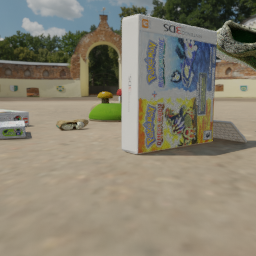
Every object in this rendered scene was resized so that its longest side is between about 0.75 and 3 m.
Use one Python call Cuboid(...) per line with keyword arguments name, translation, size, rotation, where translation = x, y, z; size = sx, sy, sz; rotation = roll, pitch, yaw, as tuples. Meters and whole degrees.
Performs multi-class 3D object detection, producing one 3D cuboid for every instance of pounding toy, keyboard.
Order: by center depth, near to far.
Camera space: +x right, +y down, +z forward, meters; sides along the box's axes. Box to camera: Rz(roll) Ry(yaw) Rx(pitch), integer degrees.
Cuboid(name="keyboard", translation=(1.609, -0.040, 6.949), size=(0.746, 0.141, 2.652), rotation=(35, -14, -32))
Cuboid(name="pounding toy", translation=(-0.604, -1.029, 11.936), size=(2.160, 1.299, 2.799), rotation=(-1, 7, -9))

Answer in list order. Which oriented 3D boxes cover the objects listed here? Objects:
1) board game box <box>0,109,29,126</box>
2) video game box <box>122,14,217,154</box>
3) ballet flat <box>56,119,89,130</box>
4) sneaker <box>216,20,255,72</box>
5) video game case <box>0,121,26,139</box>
Cuboid(name="board game box", translation=(-4.906, -0.358, 9.610), size=(2.875, 0.497, 1.815), rotation=(7, 9, 44))
Cuboid(name="video game box", translation=(0.863, -0.797, 5.448), size=(2.154, 2.364, 0.553), rotation=(-5, 9, -35))
Cuboid(name="ballet flat", translation=(-1.624, -0.065, 8.331), size=(1.001, 0.353, 0.327), rotation=(-6, 35, -25))
Cuboid(name="sneaker", translation=(3.445, -1.995, 7.068), size=(2.727, 1.049, 1.208), rotation=(19, -5, 11))
Cuboid(name="video game case", translation=(-3.235, 0.048, 7.025), size=(1.228, 0.308, 1.355), rotation=(-3, 7, -21))
